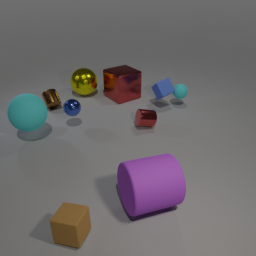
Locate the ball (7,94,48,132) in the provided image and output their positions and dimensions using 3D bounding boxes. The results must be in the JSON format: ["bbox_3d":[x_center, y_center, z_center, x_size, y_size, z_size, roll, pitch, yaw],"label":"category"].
[{"bbox_3d":[-3.696,-0.564,10.337,1.400,1.400,1.400,0,30,0],"label":"ball"}]

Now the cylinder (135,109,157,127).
[{"bbox_3d":[0.729,-0.412,11.416,0.700,0.700,0.700,4,28,-20],"label":"cylinder"}]

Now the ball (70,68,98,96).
[{"bbox_3d":[-2.232,-2.352,14.257,1.400,1.400,1.400,0,30,0],"label":"ball"}]

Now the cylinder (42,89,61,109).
[{"bbox_3d":[-3.535,-1.342,12.943,0.700,0.700,0.700,-18,73,-28],"label":"cylinder"}]

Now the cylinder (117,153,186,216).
[{"bbox_3d":[0.581,1.474,7.421,1.400,1.400,1.400,-9,31,-19],"label":"cylinder"}]

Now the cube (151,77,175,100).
[{"bbox_3d":[1.619,-1.804,12.923,0.700,0.700,0.700,-27,1,-17],"label":"cube"}]

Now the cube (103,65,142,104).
[{"bbox_3d":[-0.284,-2.214,14.009,1.400,1.400,1.400,-20,35,-30],"label":"cube"}]

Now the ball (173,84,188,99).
[{"bbox_3d":[2.457,-1.720,13.180,0.700,0.700,0.700,0,30,0],"label":"ball"}]

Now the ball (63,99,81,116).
[{"bbox_3d":[-2.228,-0.812,11.178,0.700,0.700,0.700,0,30,0],"label":"ball"}]

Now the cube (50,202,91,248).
[{"bbox_3d":[-1.368,2.328,6.771,0.700,0.700,0.700,5,25,16],"label":"cube"}]
